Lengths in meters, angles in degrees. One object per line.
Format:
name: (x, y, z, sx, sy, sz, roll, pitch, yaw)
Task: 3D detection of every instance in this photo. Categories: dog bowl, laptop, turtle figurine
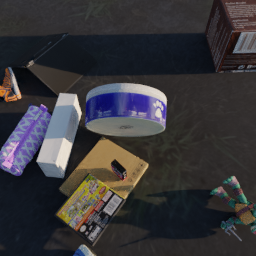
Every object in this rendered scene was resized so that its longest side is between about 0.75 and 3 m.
dog bowl: (-0.075, -0.499, 9.502, 2.722, 2.722, 1.072, 2, 75, 1)
laptop: (-3.444, -2.971, 12.879, 2.801, 1.623, 2.623, 13, 53, 42)
turtle figurine: (3.588, 2.639, 8.777, 1.563, 1.051, 2.088, -44, 57, 21)

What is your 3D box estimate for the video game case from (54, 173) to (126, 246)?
video game case: (-1.189, 2.540, 8.930, 1.557, 0.220, 1.723, 31, 64, 17)

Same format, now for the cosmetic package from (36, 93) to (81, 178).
cosmetic package: (-2.433, 0.221, 10.189, 0.734, 1.196, 2.897, 7, 57, 3)

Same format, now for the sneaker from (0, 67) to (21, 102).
sneaker: (-5.209, -1.831, 11.823, 0.971, 0.672, 1.733, -18, 59, -13)

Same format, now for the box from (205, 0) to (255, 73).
box: (5.018, -4.273, 12.411, 2.322, 2.298, 2.799, -2, 57, -1)

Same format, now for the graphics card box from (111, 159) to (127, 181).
graphics card box: (-0.294, 1.401, 9.267, 0.224, 0.882, 0.553, -41, 72, -18)

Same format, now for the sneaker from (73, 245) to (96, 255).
sneaker: (-0.803, 4.493, 7.690, 1.113, 0.980, 2.496, -43, 58, -16)

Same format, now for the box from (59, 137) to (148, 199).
box: (-0.801, 1.709, 9.757, 2.054, 0.267, 2.513, 30, 62, 16)

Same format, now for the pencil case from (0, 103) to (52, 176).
pencil case: (-3.651, 0.394, 10.071, 1.107, 1.128, 2.637, 32, 59, -18)
